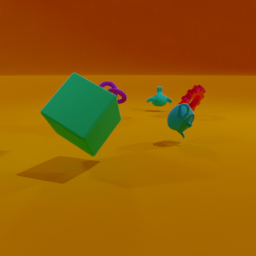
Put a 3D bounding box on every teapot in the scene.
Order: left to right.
[{"bbox_3d":[1.282,-0.177,6.621,0.691,1.112,0.544,-33,57,-25],"label":"teapot"}]

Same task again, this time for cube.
[{"bbox_3d":[-0.755,-0.209,4.813,0.896,0.896,0.896,30,-18,16],"label":"cube"}]

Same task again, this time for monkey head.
[{"bbox_3d":[1.334,-1.313,11.909,1.086,0.782,0.655,1,28,6],"label":"monkey head"}]

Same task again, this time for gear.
[{"bbox_3d":[2.369,-1.017,10.493,1.287,1.287,0.238,-13,48,-47],"label":"gear"}]

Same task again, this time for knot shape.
[{"bbox_3d":[-0.690,-1.263,10.616,1.170,1.095,0.541,-35,-2,31],"label":"knot shape"}]
